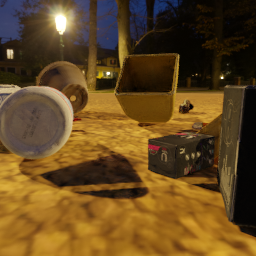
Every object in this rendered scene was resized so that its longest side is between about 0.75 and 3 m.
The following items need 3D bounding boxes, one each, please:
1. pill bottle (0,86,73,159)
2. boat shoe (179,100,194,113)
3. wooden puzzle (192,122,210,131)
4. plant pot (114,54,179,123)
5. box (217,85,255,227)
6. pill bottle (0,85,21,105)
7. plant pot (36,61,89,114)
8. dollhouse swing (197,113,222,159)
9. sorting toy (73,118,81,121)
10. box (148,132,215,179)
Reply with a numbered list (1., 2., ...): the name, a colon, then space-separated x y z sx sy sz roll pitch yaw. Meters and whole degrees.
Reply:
1. pill bottle: -1.874 -0.241 6.130 1.336 1.336 2.457 -2 9 -10
2. boat shoe: 3.035 -1.038 14.158 0.602 0.601 1.628 7 22 22
3. wooden puzzle: 2.921 -0.003 7.873 1.756 0.353 1.898 0 9 -6
4. plant pot: 0.810 -1.189 9.835 1.910 1.967 1.923 2 53 15
5. box: 1.515 0.203 3.148 0.841 1.356 1.333 3 9 10
6. pill bottle: -3.835 -0.593 8.356 1.376 1.376 2.479 4 9 23
7. plant pot: -3.058 -1.804 13.967 2.600 2.600 2.256 -4 26 -27
8. dollhouse swing: 2.336 0.413 5.306 1.724 1.515 1.567 -11 -27 -50
9. sorting toy: -2.417 -0.055 8.141 1.059 0.372 2.197 8 12 43
10. box: 0.877 0.405 4.558 1.009 0.535 0.617 -8 12 -40
